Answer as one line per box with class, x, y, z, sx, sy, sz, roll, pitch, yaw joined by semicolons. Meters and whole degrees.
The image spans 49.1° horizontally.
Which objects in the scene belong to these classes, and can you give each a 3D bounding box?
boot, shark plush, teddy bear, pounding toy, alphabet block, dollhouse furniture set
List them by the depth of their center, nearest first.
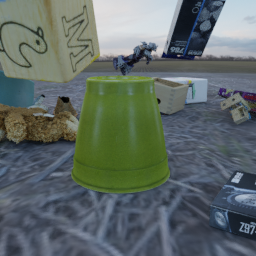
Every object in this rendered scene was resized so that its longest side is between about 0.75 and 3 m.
teddy bear;-2.557;-0.013;7.395;2.791;0.932;2.024;1;19;-28
alphabet block;-2.493;-3.070;8.617;2.421;2.479;2.434;10;37;22
shark plush;-3.268;-0.178;8.927;0.901;0.983;2.164;-14;24;38
dollhouse furniture set;3.761;-0.491;9.637;0.738;1.047;0.734;29;-46;-35
boot;-2.259;-0.770;10.110;0.868;0.890;2.359;-6;14;-16
pounding toy;1.243;-1.265;11.675;2.031;1.444;1.869;20;21;26

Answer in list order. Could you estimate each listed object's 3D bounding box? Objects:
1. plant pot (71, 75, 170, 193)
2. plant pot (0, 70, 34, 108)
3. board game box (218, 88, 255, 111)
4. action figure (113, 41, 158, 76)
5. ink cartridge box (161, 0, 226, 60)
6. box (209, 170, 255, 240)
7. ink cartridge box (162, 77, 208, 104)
plant pot;-0.131;-0.040;5.172;1.866;1.797;1.866;0;13;0
plant pot;-5.141;-1.426;11.268;1.744;1.743;2.467;9;7;32
board game box;4.784;-0.966;10.696;1.584;0.426;2.639;19;8;-18
action figure;0.273;-1.982;7.817;1.388;0.481;0.903;-24;-23;32
ink cartridge box;2.079;-3.209;9.413;1.361;2.737;0.537;1;56;-8
box;1.873;1.050;3.839;1.126;0.306;1.406;9;16;32
ink cartridge box;2.232;-1.870;13.925;2.795;1.174;2.024;-7;16;-28
